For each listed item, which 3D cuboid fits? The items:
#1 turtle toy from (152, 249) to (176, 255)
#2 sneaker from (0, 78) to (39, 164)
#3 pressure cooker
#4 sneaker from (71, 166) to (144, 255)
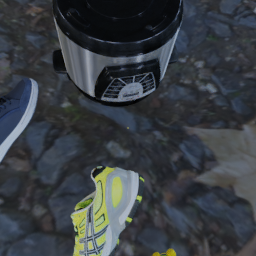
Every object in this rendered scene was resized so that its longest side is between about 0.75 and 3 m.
[{"bbox_3d":[0.823,2.588,5.146,0.825,0.417,0.602,-25,104,25],"label":"turtle toy"},{"bbox_3d":[-2.760,-0.277,5.141,0.843,1.602,2.218,18,75,45],"label":"sneaker"},{"bbox_3d":[-0.205,-1.876,6.211,2.507,2.850,2.546,34,69,9],"label":"pressure cooker"},{"bbox_3d":[-0.572,1.718,4.799,0.915,0.903,2.395,24,95,-3],"label":"sneaker"}]
